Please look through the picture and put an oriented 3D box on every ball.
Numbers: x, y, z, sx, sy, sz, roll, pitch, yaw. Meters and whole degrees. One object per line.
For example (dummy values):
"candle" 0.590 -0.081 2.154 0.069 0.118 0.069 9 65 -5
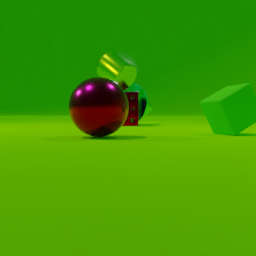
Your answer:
"ball" -0.490 -0.351 4.711 1.001 1.001 1.001 0 3 0

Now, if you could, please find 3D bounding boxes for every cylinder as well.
"cylinder" -0.376 -1.893 9.367 0.985 0.985 0.985 43 25 27

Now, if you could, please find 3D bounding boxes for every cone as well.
"cone" 0.586 -0.892 11.597 1.594 1.594 1.600 2 -2 39

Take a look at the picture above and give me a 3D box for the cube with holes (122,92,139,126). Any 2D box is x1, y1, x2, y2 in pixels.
"cube with holes" -0.290 -0.661 9.870 1.146 1.146 1.146 0 3 -8

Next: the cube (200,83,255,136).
"cube" 1.988 -0.358 5.426 0.727 0.727 0.727 -30 10 -12
